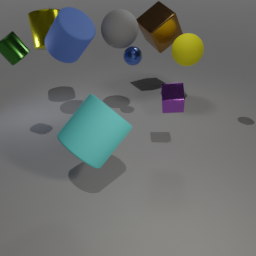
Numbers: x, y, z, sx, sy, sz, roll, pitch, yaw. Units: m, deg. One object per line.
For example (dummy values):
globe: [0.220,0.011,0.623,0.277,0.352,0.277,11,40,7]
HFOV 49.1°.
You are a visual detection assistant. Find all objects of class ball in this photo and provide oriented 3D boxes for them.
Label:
ball: [-0.310,-3.702,10.497,1.400,1.400,1.400,0,29,0]
ball: [0.177,-2.700,10.495,0.700,0.700,0.700,0,29,0]
ball: [2.633,-3.456,12.403,1.400,1.400,1.400,0,29,0]

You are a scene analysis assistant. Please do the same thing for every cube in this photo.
cube: [1.445,-0.965,9.059,0.700,0.700,0.700,-2,58,7]
cube: [1.470,-4.672,13.026,1.400,1.400,1.400,-39,54,4]

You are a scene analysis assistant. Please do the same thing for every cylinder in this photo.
cylinder: [-3.349,-2.305,8.127,0.700,0.700,0.700,-29,30,19]
cylinder: [-3.295,-4.049,11.601,1.400,1.400,1.400,-8,13,2]
cylinder: [-2.087,-3.294,10.046,1.400,1.400,1.400,18,56,-29]
cylinder: [-0.847,0.081,7.220,1.400,1.400,1.400,-51,42,0]
